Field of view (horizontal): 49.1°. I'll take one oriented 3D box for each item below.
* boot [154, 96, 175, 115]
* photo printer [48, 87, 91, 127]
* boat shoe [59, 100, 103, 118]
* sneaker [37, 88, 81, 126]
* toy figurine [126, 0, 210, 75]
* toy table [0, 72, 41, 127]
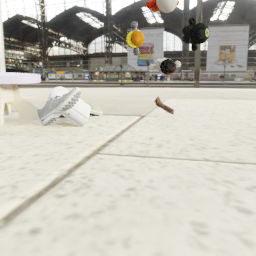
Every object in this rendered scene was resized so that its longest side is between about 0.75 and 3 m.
[{"bbox_3d":[1.494,-0.874,11.164,0.883,0.284,0.823,35,-3,17],"label":"boot"},{"bbox_3d":[-1.954,-0.772,9.290,1.449,0.503,1.206,35,19,-17],"label":"photo printer"},{"bbox_3d":[-1.922,-0.635,10.418,2.106,0.656,0.786,3,31,-37],"label":"boat shoe"},{"bbox_3d":[-1.857,-0.661,7.344,1.394,0.572,0.521,-37,-10,9],"label":"sneaker"},{"bbox_3d":[1.229,-3.071,9.355,2.312,2.276,1.609,40,9,-17],"label":"toy figurine"},{"bbox_3d":[-4.448,-1.082,9.695,2.758,1.615,2.535,0,14,-4],"label":"toy table"}]
